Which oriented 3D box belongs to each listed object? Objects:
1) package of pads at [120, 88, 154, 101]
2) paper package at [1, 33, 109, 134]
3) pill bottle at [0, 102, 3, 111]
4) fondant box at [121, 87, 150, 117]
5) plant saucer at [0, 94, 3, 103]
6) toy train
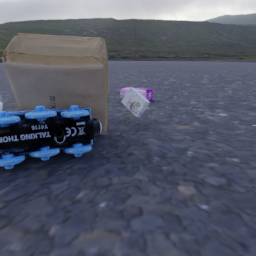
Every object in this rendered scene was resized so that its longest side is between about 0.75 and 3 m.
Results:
[{"bbox_3d":[0.398,-1.512,12.522,1.350,0.511,0.813,10,19,30],"label":"package of pads"},{"bbox_3d":[-1.598,-1.019,7.038,2.251,2.362,1.222,2,49,-2],"label":"paper package"},{"bbox_3d":[-4.086,-0.203,6.418,2.157,1.255,1.255,5,13,-23],"label":"pill bottle"},{"bbox_3d":[0.228,-0.816,8.825,0.236,0.583,0.809,8,32,-52],"label":"fondant box"},{"bbox_3d":[-4.603,-0.937,9.711,0.906,0.906,0.227,8,15,26],"label":"plant saucer"},{"bbox_3d":[-1.946,0.074,6.034,2.659,1.153,1.519,-8,11,-30],"label":"toy train"}]
